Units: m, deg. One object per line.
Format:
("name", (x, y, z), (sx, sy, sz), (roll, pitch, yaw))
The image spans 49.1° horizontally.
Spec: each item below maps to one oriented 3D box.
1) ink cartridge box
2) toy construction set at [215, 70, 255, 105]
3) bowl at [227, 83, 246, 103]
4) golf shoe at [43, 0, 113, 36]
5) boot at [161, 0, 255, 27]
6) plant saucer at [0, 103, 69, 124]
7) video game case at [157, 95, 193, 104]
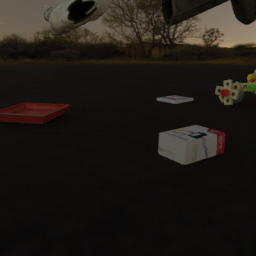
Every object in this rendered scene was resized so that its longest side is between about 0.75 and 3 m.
("ink cartridge box", (1.221, 0.293, 5.398), (1.055, 0.437, 0.769), (-11, 18, -34))
("toy construction set", (4.790, -1.568, 10.499), (2.920, 1.345, 1.914), (-18, 46, -29))
("bowl", (4.137, -1.299, 10.828), (0.884, 0.462, 0.884), (-19, 36, 15))
("golf shoe", (-0.750, -2.422, 5.569), (0.879, 0.708, 1.808), (12, 51, 48))
("boot", (2.074, -3.079, 6.847), (2.525, 2.296, 0.916), (-33, 49, -8))
("plant saucer", (-2.839, -0.449, 8.379), (1.677, 0.308, 1.674), (3, 16, 12))
("video game case", (1.901, -1.161, 11.318), (1.108, 0.127, 1.010), (-12, 20, -38))
